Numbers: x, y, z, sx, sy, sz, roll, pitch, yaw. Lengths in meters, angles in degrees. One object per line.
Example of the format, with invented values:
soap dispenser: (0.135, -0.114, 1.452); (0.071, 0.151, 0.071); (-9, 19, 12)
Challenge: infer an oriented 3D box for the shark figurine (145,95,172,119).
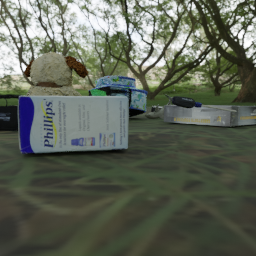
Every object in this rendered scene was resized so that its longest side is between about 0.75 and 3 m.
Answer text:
shark figurine: (1.696, -0.787, 13.199); (0.947, 1.585, 0.661); (31, 26, -38)

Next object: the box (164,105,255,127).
box: (3.043, -0.494, 10.196); (2.187, 0.667, 2.762); (-5, 7, -42)

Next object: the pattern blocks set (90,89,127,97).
pattern blocks set: (-1.046, -0.287, 6.264); (1.750, 0.161, 1.991); (2, -25, -42)

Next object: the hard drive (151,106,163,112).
hard drive: (2.198, -0.915, 15.314); (1.812, 0.343, 1.266); (10, 7, 7)

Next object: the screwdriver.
screwdriver: (2.177, -0.588, 7.746); (2.106, 0.294, 0.306); (9, 22, -15)

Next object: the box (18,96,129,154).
box: (-0.948, -0.102, 4.839); (1.632, 0.856, 1.501); (-1, 3, -15)

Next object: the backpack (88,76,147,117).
backpack: (-0.396, -1.452, 13.178); (2.520, 1.852, 2.306); (6, -4, -29)

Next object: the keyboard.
keyboard: (-3.393, -0.464, 7.813); (1.857, 1.180, 0.191); (1, -19, 0)

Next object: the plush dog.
plush dog: (-2.675, -1.367, 9.774); (2.890, 2.482, 2.318); (1, 5, 12)
